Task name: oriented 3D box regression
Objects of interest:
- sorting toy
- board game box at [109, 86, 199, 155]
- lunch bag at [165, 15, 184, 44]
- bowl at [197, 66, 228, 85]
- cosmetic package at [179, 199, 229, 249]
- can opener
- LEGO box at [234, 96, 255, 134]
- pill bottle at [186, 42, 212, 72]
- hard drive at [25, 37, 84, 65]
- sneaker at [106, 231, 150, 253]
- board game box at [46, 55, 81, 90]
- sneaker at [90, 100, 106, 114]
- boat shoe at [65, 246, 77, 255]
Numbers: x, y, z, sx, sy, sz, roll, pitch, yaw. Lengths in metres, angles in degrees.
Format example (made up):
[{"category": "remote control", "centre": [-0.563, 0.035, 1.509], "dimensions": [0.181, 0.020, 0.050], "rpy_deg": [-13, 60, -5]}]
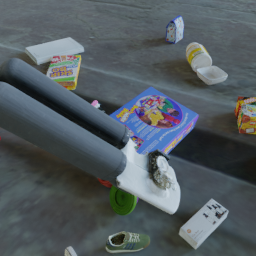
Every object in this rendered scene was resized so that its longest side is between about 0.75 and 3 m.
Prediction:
[{"category": "sorting toy", "centre": [-0.095, 1.265, 6.586], "dimensions": [0.637, 0.932, 1.551], "rpy_deg": [11, 32, -46]}, {"category": "board game box", "centre": [0.520, 0.003, 7.896], "dimensions": [1.795, 0.598, 2.669], "rpy_deg": [35, 50, 22]}, {"category": "lunch bag", "centre": [2.262, -4.782, 13.521], "dimensions": [0.674, 1.089, 0.926], "rpy_deg": [23, 45, 24]}, {"category": "bowl", "centre": [3.196, -1.980, 10.717], "dimensions": [0.947, 0.354, 0.948], "rpy_deg": [-15, 41, -18]}, {"category": "cosmetic package", "centre": [1.620, 2.007, 5.956], "dimensions": [1.106, 0.280, 0.456], "rpy_deg": [-30, 48, -31]}, {"category": "can opener", "centre": [-0.399, 0.335, 3.601], "dimensions": [0.996, 2.998, 0.789], "rpy_deg": [-31, 38, 34]}, {"category": "LEGO box", "centre": [4.178, -0.354, 8.542], "dimensions": [1.578, 0.609, 1.175], "rpy_deg": [5, 40, 6]}, {"category": "pill bottle", "centre": [2.854, -2.954, 11.529], "dimensions": [0.821, 0.821, 1.456], "rpy_deg": [-3, 39, -3]}, {"category": "hard drive", "centre": [-3.306, -3.518, 12.620], "dimensions": [2.204, 0.294, 1.454], "rpy_deg": [-25, 46, -26]}, {"category": "sneaker", "centre": [0.005, 2.238, 5.570], "dimensions": [0.914, 0.410, 0.307], "rpy_deg": [-6, 40, -8]}, {"category": "board game box", "centre": [-2.549, -2.226, 11.063], "dimensions": [1.164, 0.365, 2.436], "rpy_deg": [-2, 42, -1]}, {"category": "sneaker", "centre": [-1.159, 0.111, 7.886], "dimensions": [0.848, 0.789, 1.963], "rpy_deg": [41, 63, -14]}, {"category": "boat shoe", "centre": [-0.988, 2.707, 5.044], "dimensions": [0.400, 0.406, 1.145], "rpy_deg": [-17, 49, -24]}]
